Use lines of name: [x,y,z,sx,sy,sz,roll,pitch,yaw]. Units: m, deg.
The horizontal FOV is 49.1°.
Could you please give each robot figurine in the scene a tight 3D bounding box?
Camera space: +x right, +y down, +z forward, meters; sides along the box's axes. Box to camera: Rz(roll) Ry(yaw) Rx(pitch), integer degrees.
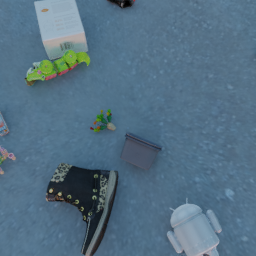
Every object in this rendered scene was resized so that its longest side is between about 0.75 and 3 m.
robot figurine: [2.114,3.298,8.950,1.690,1.125,1.993,-31,68,4]

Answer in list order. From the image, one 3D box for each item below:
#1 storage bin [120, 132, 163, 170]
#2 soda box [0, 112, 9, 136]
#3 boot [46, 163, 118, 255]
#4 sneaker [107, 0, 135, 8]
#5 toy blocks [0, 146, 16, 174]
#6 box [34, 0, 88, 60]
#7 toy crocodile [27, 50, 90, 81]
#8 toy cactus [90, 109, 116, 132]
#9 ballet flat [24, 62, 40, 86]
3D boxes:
storage bin: [0.440,0.857,10.269,1.439,1.047,0.967,24,95,10]
soda box: [-5.087,-0.259,11.017,0.365,0.393,1.148,-29,68,-13]
boot: [-1.649,2.547,9.333,2.190,1.064,2.909,14,62,5]
sneaker: [-0.403,-6.274,13.745,1.506,0.532,0.736,8,63,2]
toy blocks: [-4.781,1.071,10.185,0.929,0.782,0.869,30,69,13]
box: [-2.971,-4.517,12.522,1.801,1.258,2.365,-14,66,-7]
toy crocodile: [-2.909,-2.555,11.745,2.769,0.935,0.855,-29,101,-20]
toy cactus: [-0.896,-0.185,11.003,0.906,0.561,1.098,36,66,-4]
ballet flat: [-3.970,-2.450,11.957,0.484,0.516,1.426,17,65,25]
